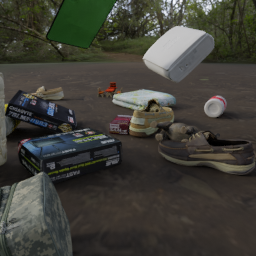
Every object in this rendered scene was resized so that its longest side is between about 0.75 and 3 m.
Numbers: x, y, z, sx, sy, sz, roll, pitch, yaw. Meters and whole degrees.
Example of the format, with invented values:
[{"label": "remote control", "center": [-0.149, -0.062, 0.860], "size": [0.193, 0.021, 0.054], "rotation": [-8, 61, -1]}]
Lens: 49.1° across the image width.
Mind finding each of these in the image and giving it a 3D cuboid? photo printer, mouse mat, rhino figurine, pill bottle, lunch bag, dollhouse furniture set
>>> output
[{"label": "photo printer", "center": [1.542, -2.537, 9.347], "size": [1.814, 0.757, 2.180], "rotation": [-43, 33, 2]}, {"label": "mouse mat", "center": [-1.245, -2.982, 7.579], "size": [1.480, 1.839, 0.069], "rotation": [0, 50, -45]}, {"label": "rhino figurine", "center": [1.800, 0.245, 8.200], "size": [2.216, 0.663, 0.969], "rotation": [14, 7, 32]}, {"label": "pill bottle", "center": [-4.203, -0.224, 9.395], "size": [0.900, 0.900, 1.606], "rotation": [-2, 17, -6]}, {"label": "lunch bag", "center": [-1.516, 1.453, 3.555], "size": [1.376, 1.143, 1.641], "rotation": [-21, 20, -10]}, {"label": "dollhouse furniture set", "center": [-1.010, -2.279, 16.573], "size": [1.414, 0.728, 1.398], "rotation": [2, 17, 6]}, {"label": "pill bottle", "center": [3.809, -0.960, 12.073], "size": [0.780, 0.780, 1.389], "rotation": [8, 18, 25]}]

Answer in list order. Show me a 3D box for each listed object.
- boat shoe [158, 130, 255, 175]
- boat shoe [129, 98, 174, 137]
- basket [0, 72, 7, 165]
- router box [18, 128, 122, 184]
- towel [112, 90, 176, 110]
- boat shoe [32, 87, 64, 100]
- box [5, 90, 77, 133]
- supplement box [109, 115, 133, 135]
[{"label": "boat shoe", "center": [1.943, 0.475, 7.081], "size": [2.399, 0.879, 0.894], "rotation": [8, 18, 24]}, {"label": "boat shoe", "center": [0.989, -0.538, 10.117], "size": [1.018, 1.082, 2.842], "rotation": [8, 18, 24]}, {"label": "basket", "center": [-3.954, -0.153, 6.385], "size": [1.588, 2.575, 1.745], "rotation": [10, 18, 16]}, {"label": "router box", "center": [-1.447, 0.616, 6.999], "size": [2.124, 0.660, 1.591], "rotation": [-12, 21, -36]}, {"label": "towel", "center": [0.750, -1.357, 13.801], "size": [2.156, 0.606, 2.519], "rotation": [-16, 23, -36]}, {"label": "boat shoe", "center": [-4.616, -1.925, 15.385], "size": [2.103, 0.728, 0.775], "rotation": [-4, 17, -13]}, {"label": "box", "center": [-2.924, -0.535, 9.747], "size": [2.189, 0.548, 2.206], "rotation": [19, 12, -17]}, {"label": "supplement box", "center": [-0.192, -0.129, 9.988], "size": [0.673, 0.377, 1.237], "rotation": [4, 16, 12]}]
